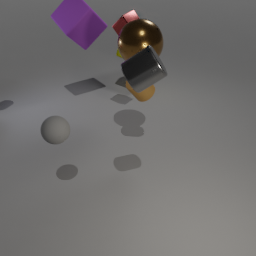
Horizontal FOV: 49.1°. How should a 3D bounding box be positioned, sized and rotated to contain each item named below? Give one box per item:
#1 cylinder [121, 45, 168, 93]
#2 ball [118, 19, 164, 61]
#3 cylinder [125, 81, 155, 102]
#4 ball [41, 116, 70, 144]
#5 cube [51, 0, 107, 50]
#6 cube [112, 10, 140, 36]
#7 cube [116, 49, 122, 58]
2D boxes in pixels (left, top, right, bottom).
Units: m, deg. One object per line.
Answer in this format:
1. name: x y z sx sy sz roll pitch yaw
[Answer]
1. cylinder: 0.326 -1.176 5.637 0.700 0.700 0.700 -30 26 18
2. ball: 0.380 -2.585 8.543 1.400 1.400 1.400 0 31 0
3. cylinder: 0.393 -1.296 8.810 0.700 0.700 0.700 -21 48 26
4. ball: -1.758 0.049 6.799 0.700 0.700 0.700 0 31 0
5. cube: -1.992 -4.386 11.508 1.400 1.400 1.400 51 12 24
6. cube: 0.014 -3.634 10.010 0.700 0.700 0.700 -43 11 -37
7. cube: 0.516 -3.920 13.475 1.400 1.400 1.400 30 25 29
